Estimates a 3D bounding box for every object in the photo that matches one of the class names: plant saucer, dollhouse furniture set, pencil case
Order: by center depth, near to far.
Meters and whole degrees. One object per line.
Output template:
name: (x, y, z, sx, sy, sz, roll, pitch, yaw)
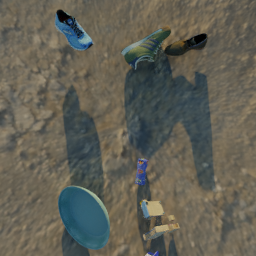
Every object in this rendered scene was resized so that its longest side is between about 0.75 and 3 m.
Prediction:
plant saucer: (-1.197, 2.488, 7.978, 1.953, 0.351, 1.953, 13, 113, 32)
dollhouse furniture set: (0.823, 2.692, 8.432, 0.979, 0.676, 1.037, 4, 52, -33)
pencil case: (0.417, 1.322, 8.522, 0.317, 0.353, 0.812, 8, 87, 15)

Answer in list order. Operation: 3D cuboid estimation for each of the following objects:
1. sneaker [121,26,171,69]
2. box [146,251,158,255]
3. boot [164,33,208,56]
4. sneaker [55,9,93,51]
sneaker: (0.701, -2.473, 8.841, 1.745, 0.585, 0.783, -29, 89, -3)
box: (0.379, 4.301, 7.746, 0.378, 1.085, 1.822, 15, 88, 20)
boot: (1.802, -2.615, 8.630, 1.347, 0.653, 0.503, -15, 83, -2)
sneaker: (-1.672, -2.937, 8.367, 1.547, 0.696, 0.606, 42, 72, 10)
